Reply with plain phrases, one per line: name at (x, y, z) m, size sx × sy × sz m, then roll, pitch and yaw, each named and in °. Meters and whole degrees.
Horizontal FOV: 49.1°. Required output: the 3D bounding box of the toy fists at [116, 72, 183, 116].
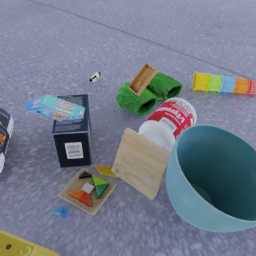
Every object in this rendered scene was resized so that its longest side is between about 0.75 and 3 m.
toy fists at (0.829, -1.502, 11.708) m, size 2.962 × 1.019 × 1.510 m, roll -29°, pitch 56°, yaw -31°

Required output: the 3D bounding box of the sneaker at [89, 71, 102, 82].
sneaker at (-1.496, -2.316, 12.848) m, size 0.334 × 0.835 × 0.308 m, roll -33°, pitch 91°, yaw -36°

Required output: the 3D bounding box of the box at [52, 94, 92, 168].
box at (-1.821, 0.049, 9.461) m, size 1.100 × 1.524 × 2.054 m, roll -4°, pitch 41°, yaw -5°

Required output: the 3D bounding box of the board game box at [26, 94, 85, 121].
board game box at (-1.971, -0.510, 7.522) m, size 1.070 × 0.317 × 1.407 m, roll 20°, pitch -13°, yaw -36°

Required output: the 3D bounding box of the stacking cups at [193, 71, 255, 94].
stacking cups at (4.355, -1.854, 12.333) m, size 2.875 × 0.870 × 0.870 m, roll 10°, pitch 42°, yaw 4°

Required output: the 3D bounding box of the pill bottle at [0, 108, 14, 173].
pill bottle at (-4.594, 0.657, 8.794) m, size 1.501 × 1.501 × 2.826 m, roll -5°, pitch 43°, yaw -6°

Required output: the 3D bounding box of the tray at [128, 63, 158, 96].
tray at (0.490, -1.626, 9.383) m, size 1.036 × 0.192 × 0.511 m, roll -52°, pitch 56°, yaw 9°

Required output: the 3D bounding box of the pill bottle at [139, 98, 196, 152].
pill bottle at (1.242, 0.082, 9.567) m, size 1.366 × 1.366 × 2.434 m, roll 24°, pitch 46°, yaw 25°

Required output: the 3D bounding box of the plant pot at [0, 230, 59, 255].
plant pot at (-2.388, 3.115, 5.707) m, size 1.757 × 1.809 × 1.769 m, roll 14°, pitch 42°, yaw 16°

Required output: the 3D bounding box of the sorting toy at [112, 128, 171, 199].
sorting toy at (0.464, 0.997, 8.364) m, size 1.591 × 1.581 × 0.554 m, roll 31°, pitch 26°, yaw 26°

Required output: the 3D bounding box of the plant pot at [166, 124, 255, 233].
plant pot at (2.100, 1.538, 7.265) m, size 2.754 × 1.855 × 2.754 m, roll 13°, pitch 43°, yaw -13°

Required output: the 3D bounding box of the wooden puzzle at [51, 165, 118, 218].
wooden puzzle at (-1.202, 1.813, 8.405) m, size 1.471 × 0.255 × 2.181 m, roll 15°, pitch 43°, yaw 17°
